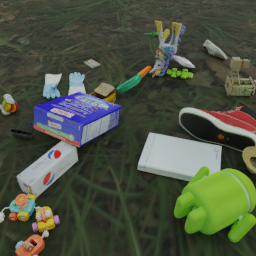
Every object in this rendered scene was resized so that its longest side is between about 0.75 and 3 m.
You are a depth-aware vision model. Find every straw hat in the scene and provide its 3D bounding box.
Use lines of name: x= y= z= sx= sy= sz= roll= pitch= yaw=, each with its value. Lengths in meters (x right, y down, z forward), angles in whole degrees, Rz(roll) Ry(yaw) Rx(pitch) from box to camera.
straw hat: x=4.323 y=1.267 z=9.441 sx=1.243 sy=0.526 sz=1.243 roll=8 pitch=48 yaw=-9

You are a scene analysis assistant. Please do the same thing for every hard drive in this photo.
hard drive: x=1.853 y=1.044 z=9.834 sx=2.676 sy=0.357 sz=1.765 roll=11 pitch=41 yaw=12

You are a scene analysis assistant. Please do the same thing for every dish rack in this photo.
dish rack: x=-3.897 y=-0.045 z=11.152 sx=0.997 sy=0.355 sz=1.300 roll=12 pitch=41 yaw=12

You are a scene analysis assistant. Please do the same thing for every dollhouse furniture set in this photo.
dollhouse furniture set: x=5.626 y=-2.303 z=12.839 sx=1.860 sy=1.645 sz=1.034 roll=3 pitch=41 yaw=4

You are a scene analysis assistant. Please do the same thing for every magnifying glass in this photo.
magnifying glass: x=0.390 y=-2.411 z=13.622 sx=1.102 sy=0.310 sz=2.769 roll=-15 pitch=19 yaw=42

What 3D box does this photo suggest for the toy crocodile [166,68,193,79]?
toy crocodile: x=2.637 y=-2.767 z=14.393 sx=1.380 sy=0.426 sz=0.466 roll=7 pitch=81 yaw=7

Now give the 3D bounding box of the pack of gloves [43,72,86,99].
pack of gloves: x=-3.116 y=-2.235 z=13.687 sx=2.013 sy=0.473 sz=2.396 roll=-7 pitch=41 yaw=-6

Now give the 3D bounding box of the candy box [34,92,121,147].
candy box: x=-1.851 y=-0.434 z=10.646 sx=2.171 sy=0.989 sz=2.568 roll=21 pitch=26 yaw=24

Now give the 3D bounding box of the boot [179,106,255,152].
boot: x=3.631 y=-0.391 z=11.065 sx=2.996 sy=1.085 sz=2.161 roll=22 pitch=43 yaw=13

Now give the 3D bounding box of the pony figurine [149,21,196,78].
pony figurine: x=2.171 y=-4.035 z=14.583 sx=2.639 sy=2.734 sz=2.277 roll=-16 pitch=32 yaw=-42

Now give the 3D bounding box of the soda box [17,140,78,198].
soda box: x=-2.582 y=1.314 z=9.239 sx=0.653 sy=0.698 sz=2.050 roll=24 pitch=45 yaw=26

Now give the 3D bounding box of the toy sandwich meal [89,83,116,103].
toy sandwich meal: x=-1.189 y=-1.479 z=12.739 sx=1.472 sy=0.504 sz=1.472 roll=0 pitch=40 yaw=0

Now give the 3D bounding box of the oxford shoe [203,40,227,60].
oxford shoe: x=5.054 y=-4.453 z=16.329 sx=0.546 sy=0.711 sz=1.891 roll=-44 pitch=54 yaw=10

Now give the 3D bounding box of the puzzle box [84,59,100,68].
puzzle box: x=-1.999 y=-3.579 z=15.575 sx=0.531 sy=0.101 sz=0.798 roll=-30 pitch=48 yaw=-32

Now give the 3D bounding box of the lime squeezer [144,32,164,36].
lime squeezer: x=1.813 y=-6.377 z=18.815 sx=1.420 sy=0.268 sz=0.501 roll=-6 pitch=40 yaw=-6

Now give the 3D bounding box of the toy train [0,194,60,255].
toy train: x=-2.872 y=2.629 z=7.748 sx=2.138 sy=0.595 sz=1.606 roll=30 pitch=48 yaw=30

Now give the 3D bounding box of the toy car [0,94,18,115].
toy car: x=-5.096 y=-0.985 z=12.106 sx=0.651 sy=0.760 sz=0.868 roll=12 pitch=24 yaw=-46

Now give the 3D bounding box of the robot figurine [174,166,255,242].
robot figurine: x=2.516 y=2.015 z=7.861 sx=2.434 sy=1.408 sz=2.135 roll=-19 pitch=43 yaw=-21
